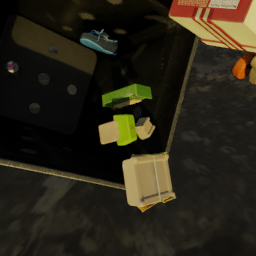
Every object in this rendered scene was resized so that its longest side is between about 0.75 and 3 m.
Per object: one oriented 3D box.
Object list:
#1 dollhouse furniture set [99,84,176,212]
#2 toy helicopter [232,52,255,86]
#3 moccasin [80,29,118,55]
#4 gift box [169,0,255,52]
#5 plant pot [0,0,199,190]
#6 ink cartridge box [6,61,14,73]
[{"bbox_3d":[0.050,0.229,3.331,0.548,1.418,0.709,-15,-10,39],"label":"dollhouse furniture set"},{"bbox_3d":[3.230,-1.815,5.532,1.783,2.695,1.063,-34,64,-3],"label":"toy helicopter"},{"bbox_3d":[-0.433,-1.325,4.223,0.330,0.280,0.821,18,9,23],"label":"moccasin"},{"bbox_3d":[1.137,-1.309,2.657,0.962,1.030,0.950,11,17,-46],"label":"gift box"},{"bbox_3d":[-0.942,-0.807,4.041,2.646,2.640,2.347,19,-7,-32],"label":"plant pot"},{"bbox_3d":[-3.112,-1.455,5.886,1.168,2.010,0.676,19,38,15],"label":"ink cartridge box"}]
